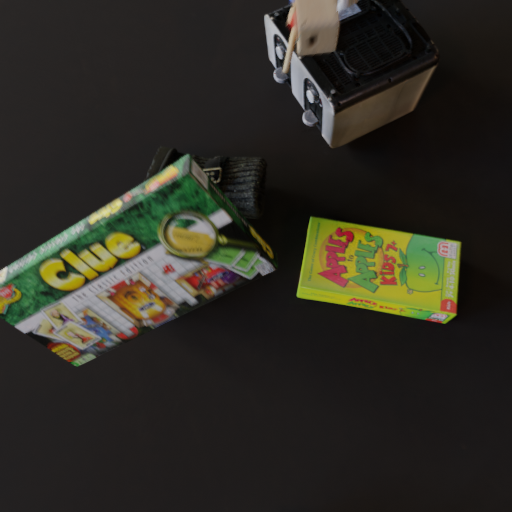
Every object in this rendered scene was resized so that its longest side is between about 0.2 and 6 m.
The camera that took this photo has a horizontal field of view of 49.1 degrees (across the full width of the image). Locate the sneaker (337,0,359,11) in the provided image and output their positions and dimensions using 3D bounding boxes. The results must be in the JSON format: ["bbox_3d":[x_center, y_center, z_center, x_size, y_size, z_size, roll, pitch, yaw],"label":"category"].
[{"bbox_3d":[1.378,-5.243,10.379,0.738,1.129,2.019,-19,30,15],"label":"sneaker"}]

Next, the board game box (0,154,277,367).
[{"bbox_3d":[-1.929,0.294,8.215,4.027,2.110,0.472,-27,36,21],"label":"board game box"}]

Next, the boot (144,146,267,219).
[{"bbox_3d":[-1.079,-0.845,11.002,2.365,1.190,3.163,11,62,4],"label":"boot"}]

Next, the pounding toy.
[{"bbox_3d":[0.818,-3.783,9.039,0.897,1.262,1.162,-5,86,4],"label":"pounding toy"}]

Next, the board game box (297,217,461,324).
[{"bbox_3d":[2.388,0.274,10.990,2.955,0.704,1.501,10,70,4],"label":"board game box"}]

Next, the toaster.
[{"bbox_3d":[2.070,-4.301,12.082,3.148,1.868,2.847,-28,72,-10],"label":"toaster"}]
